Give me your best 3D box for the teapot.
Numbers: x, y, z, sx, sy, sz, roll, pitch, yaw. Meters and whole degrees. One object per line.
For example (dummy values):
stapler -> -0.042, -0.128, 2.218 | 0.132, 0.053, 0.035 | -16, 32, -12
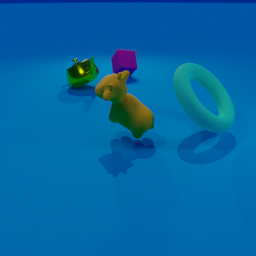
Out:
teapot -> -1.673, -2.070, 10.145 | 1.976, 0.968, 1.229 | -9, 24, 47

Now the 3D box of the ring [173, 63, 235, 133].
ring -> 1.822, -0.741, 6.644 | 1.877, 0.375, 1.877 | 22, 49, -28

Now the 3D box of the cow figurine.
cow figurine -> -0.015, -0.501, 6.232 | 1.531, 1.506, 0.840 | 37, 71, 5

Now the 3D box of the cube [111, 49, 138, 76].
cube -> -0.160, -2.634, 11.393 | 0.786, 0.786, 0.786 | -1, -15, -24
